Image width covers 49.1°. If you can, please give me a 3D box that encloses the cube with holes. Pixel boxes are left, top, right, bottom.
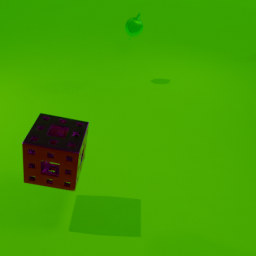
[{"bbox_3d":[-1.351,0.450,5.353,0.968,0.968,0.968,11,35,-3],"label":"cube with holes"}]

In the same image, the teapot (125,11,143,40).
[{"bbox_3d":[0.243,-3.714,10.202,0.663,1.067,0.522,22,23,-6],"label":"teapot"}]
